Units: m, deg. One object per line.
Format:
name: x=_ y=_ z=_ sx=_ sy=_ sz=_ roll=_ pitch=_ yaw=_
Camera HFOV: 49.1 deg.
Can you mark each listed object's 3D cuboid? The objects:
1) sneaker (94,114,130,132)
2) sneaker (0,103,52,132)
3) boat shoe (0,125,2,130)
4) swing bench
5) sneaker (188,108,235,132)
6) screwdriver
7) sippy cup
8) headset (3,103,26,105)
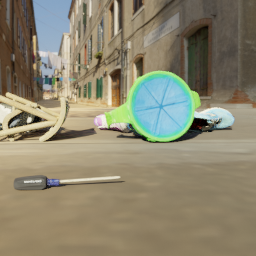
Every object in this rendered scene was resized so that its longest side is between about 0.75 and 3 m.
sneaker: x=-0.581 y=-0.195 z=9.720 sx=1.267 sy=0.806 sz=2.223 roll=-6 pitch=-3 yaw=0
sneaker: x=-4.019 y=-0.366 z=10.218 sx=2.986 sy=0.992 sz=1.351 roll=6 pitch=4 yaw=21
boat shoe: x=-4.400 y=-0.010 z=9.073 sx=0.426 sy=0.534 sz=1.412 roll=46 pitch=-16 yaw=-22
swing bench: x=-2.716 y=-0.318 z=8.010 sx=1.987 sy=1.289 sz=1.977 roll=4 pitch=4 yaw=-9
sneaker: x=2.777 y=-0.144 z=9.784 sx=2.182 sy=0.855 sz=0.981 roll=-3 pitch=26 yaw=-14
screwdriver: x=-0.702 y=0.636 z=3.281 sx=1.230 sy=0.172 sz=0.179 roll=0 pitch=36 yaw=-4
sippy cup: x=0.660 y=-0.476 z=7.797 sx=2.363 sy=1.856 sz=1.732 roll=24 pitch=-11 yaw=-11
headset: x=-5.543 y=-0.546 z=13.502 sx=1.767 sy=1.344 sz=2.861 roll=4 pitch=-9 yaw=16
